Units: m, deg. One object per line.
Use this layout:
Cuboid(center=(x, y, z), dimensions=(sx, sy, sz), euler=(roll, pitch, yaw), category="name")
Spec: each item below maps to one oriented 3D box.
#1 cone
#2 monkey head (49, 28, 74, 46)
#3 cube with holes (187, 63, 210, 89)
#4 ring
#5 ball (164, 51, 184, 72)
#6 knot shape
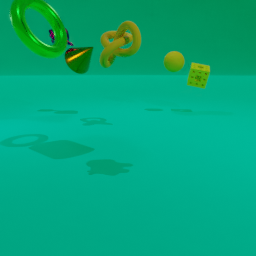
Cuboid(center=(-1.551, -2.667, 10.109), dimensions=(1.069, 1.069, 1.073), euler=(-12, -8, -44), category="cone")
Cuboid(center=(-2.571, -3.431, 10.527), dimensions=(0.686, 1.138, 0.819), euler=(-35, 6, -16), category="monkey head")
Cuboid(center=(2.842, -2.122, 11.317), dimensions=(0.724, 0.724, 0.724), euler=(13, 32, 7), category="cube with holes")
Cuboid(center=(-1.723, -1.996, 5.539), dimensions=(0.260, 1.301, 1.301), euler=(-19, 1, 31), category="ring")
Cuboid(center=(1.834, -2.635, 11.154), dimensions=(0.811, 0.811, 0.811), euler=(0, 12, 0), category="ball")
Cuboid(center=(-0.296, -2.490, 8.146), dimensions=(1.479, 0.683, 1.384), euler=(-36, 37, 19), category="knot shape")
